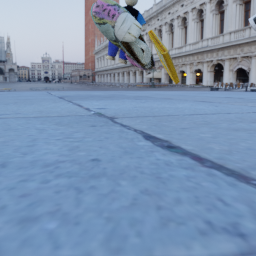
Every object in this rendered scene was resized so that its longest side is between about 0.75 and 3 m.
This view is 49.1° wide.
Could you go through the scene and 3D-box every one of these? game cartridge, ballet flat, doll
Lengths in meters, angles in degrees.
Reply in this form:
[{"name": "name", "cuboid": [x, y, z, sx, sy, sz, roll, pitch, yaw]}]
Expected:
[{"name": "game cartridge", "cuboid": [1.244, -2.427, 9.646, 0.254, 1.564, 1.379, -28, 52, 6]}, {"name": "ballet flat", "cuboid": [0.088, -2.401, 7.544, 0.949, 0.922, 2.666, 34, -2, 35]}, {"name": "doll", "cuboid": [-0.146, -2.972, 8.296, 1.357, 1.989, 0.482, 18, 18, 3]}]

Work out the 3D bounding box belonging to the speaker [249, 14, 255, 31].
[{"name": "speaker", "cuboid": [3.351, -2.683, 6.526, 0.944, 0.383, 0.383, -31, -13, 39]}]
